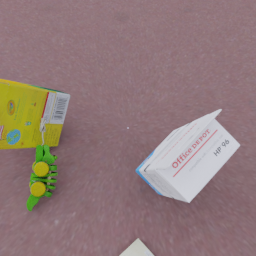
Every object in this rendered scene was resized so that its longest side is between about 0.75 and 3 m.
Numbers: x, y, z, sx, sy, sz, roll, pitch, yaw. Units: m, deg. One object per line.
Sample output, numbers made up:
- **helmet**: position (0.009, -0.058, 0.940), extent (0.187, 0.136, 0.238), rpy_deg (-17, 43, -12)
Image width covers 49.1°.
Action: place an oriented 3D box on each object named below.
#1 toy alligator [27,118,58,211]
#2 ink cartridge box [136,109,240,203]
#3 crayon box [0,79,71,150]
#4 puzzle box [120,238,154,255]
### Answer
- **toy alligator**: position (-1.984, 0.901, 6.813), extent (0.607, 0.663, 2.237), rpy_deg (10, 85, -22)
- **ink cartridge box**: position (1.167, 0.640, 5.757), extent (0.887, 2.615, 1.517), rpy_deg (45, 78, 1)
- **crayon box**: position (-2.581, -0.311, 6.871), extent (0.620, 2.440, 1.549), rpy_deg (19, 97, 26)
- **puzzle box**: position (0.311, 2.938, 5.942), extent (0.650, 0.124, 0.977), rpy_deg (-34, 58, -25)
